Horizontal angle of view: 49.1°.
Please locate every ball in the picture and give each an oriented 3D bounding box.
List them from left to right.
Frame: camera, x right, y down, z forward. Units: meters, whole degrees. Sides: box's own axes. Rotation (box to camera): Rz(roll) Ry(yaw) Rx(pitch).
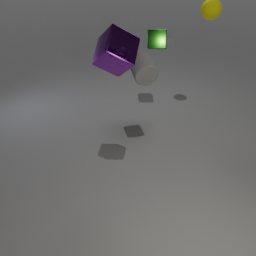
[{"bbox_3d":[2.880,-4.095,9.667,0.700,0.700,0.700,0,31,0],"label":"ball"}]

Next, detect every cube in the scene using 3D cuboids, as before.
[{"bbox_3d":[-0.260,-1.638,5.994,0.700,0.700,0.700,21,-21,-27],"label":"cube"},{"bbox_3d":[1.095,-3.397,10.686,0.700,0.700,0.700,1,19,2],"label":"cube"}]

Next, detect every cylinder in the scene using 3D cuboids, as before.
[{"bbox_3d":[0.452,-1.712,8.166,0.700,0.700,0.700,-8,49,-12],"label":"cylinder"}]
